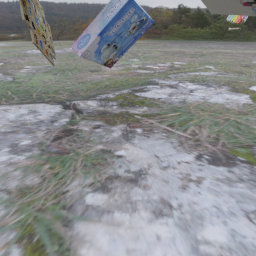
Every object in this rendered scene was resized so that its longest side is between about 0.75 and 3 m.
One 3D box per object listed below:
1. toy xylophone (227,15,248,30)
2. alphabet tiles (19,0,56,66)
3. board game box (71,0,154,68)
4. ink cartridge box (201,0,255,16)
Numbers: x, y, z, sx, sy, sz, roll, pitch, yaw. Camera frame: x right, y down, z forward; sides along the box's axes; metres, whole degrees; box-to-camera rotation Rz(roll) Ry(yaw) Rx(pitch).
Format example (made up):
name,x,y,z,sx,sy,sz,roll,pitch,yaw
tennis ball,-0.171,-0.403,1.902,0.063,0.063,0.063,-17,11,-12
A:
name,x,y,z,sx,sy,sz,roll,pitch,yaw
toy xylophone,4.022,-3.996,10.267,0.259,0.756,1.033,24,1,-21
alphabet tiles,-3.005,-3.491,9.369,0.090,2.359,2.835,-14,-9,2
board game box,-0.415,-3.176,9.437,0.514,2.372,2.360,51,19,13
ink cartridge box,1.756,-2.231,3.427,0.852,1.446,2.513,21,5,-46
